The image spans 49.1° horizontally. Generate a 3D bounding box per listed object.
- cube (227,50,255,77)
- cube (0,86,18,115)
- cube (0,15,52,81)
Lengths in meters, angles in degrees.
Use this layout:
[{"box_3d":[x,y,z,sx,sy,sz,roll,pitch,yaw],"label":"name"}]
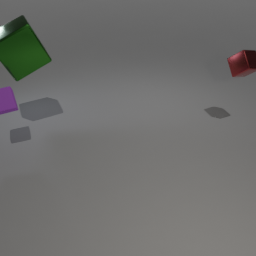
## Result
[{"box_3d":[3.988,-2.208,9.634,0.700,0.700,0.700,-8,-9,-33],"label":"cube"},{"box_3d":[-3.920,-0.840,8.789,0.700,0.700,0.700,-17,2,-16],"label":"cube"},{"box_3d":[-3.663,-2.713,9.484,1.400,1.400,1.400,-32,41,-5],"label":"cube"}]
